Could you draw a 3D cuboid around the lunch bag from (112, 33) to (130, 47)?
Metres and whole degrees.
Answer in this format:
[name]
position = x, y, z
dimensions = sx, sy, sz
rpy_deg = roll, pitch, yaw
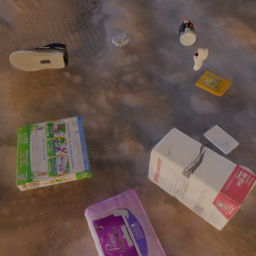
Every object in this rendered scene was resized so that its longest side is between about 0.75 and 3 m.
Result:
[lunch bag]
position = -0.360, -4.423, 14.013
dimensions = 0.840, 0.317, 0.673
rpy_deg = -29, 57, -19

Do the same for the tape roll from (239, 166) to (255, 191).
[tape roll]
position = 3.681, 1.768, 9.267
dimensions = 0.883, 0.606, 0.883
rpy_deg = 0, 54, 0

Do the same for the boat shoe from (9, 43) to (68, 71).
[boat shoe]
position = -4.010, -3.342, 12.946
dimensions = 2.597, 0.970, 1.205
rpy_deg = 2, 43, -4

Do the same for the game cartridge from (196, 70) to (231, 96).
[game cartridge]
position = 3.760, -1.969, 12.279
dimensions = 1.185, 0.192, 1.044
rpy_deg = 30, 59, 21

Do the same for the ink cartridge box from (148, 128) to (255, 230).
[ink cartridge box]
position = 2.094, 1.534, 8.542
dimensions = 2.775, 2.033, 1.148
rpy_deg = 34, 60, 22

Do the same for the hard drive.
[hard drive]
position = 3.502, 0.429, 10.541
dimensions = 0.724, 0.139, 1.098
rpy_deg = -33, 60, -22

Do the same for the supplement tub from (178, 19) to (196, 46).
[supplement tub]
position = 2.935, -4.800, 13.988
dimensions = 0.785, 0.785, 1.281
rpy_deg = 1, 55, 1

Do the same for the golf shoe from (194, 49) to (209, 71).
[golf shoe]
position = 3.091, -3.043, 12.345
dimensions = 0.550, 1.201, 0.452
rpy_deg = 11, 53, -8

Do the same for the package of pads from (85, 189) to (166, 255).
[package of pads]
position = -0.016, 3.295, 7.868
dimensions = 1.656, 1.040, 2.749
rpy_deg = -19, 56, -14

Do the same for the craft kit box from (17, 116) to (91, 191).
[craft kit box]
position = -2.680, 0.829, 10.015
dimensions = 2.413, 0.593, 2.444
rpy_deg = -8, 54, -9
